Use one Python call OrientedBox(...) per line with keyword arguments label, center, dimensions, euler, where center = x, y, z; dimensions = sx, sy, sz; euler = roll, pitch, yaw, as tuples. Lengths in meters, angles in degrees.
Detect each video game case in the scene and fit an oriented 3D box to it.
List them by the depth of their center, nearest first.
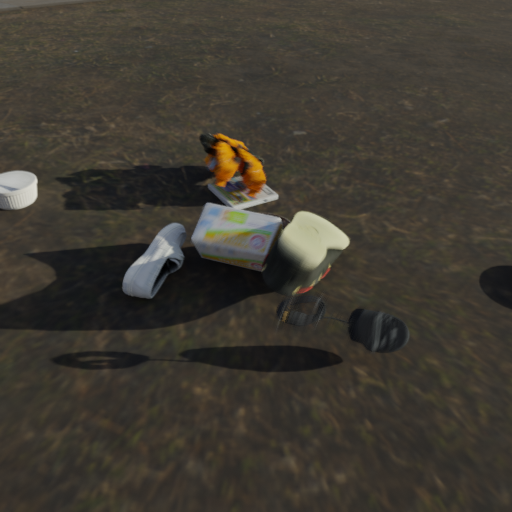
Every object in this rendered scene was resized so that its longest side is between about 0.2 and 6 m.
OrientedBox(label="video game case", center=(-0.343, -1.588, 13.862), dimensions=(1.253, 0.152, 1.376), euler=(-18, 38, -24))

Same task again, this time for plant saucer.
OrientedBox(label="plant saucer", center=(0.112, -0.489, 12.213), dimensions=(1.444, 0.232, 1.444), euler=(-1, 34, 0))

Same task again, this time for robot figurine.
OrientedBox(label="robot figurine", center=(-0.606, -2.346, 13.978), dimensions=(1.728, 0.694, 2.384), euler=(18, 24, -22))

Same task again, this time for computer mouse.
OrientedBox(label="computer mouse", center=(1.385, 1.084, 8.938), dimensions=(2.239, 0.381, 0.656), euler=(15, 76, -9))

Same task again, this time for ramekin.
OrientedBox(label="ramekin", center=(-5.840, -1.553, 13.475), dimensions=(1.153, 0.537, 1.153), euler=(0, 34, 0))

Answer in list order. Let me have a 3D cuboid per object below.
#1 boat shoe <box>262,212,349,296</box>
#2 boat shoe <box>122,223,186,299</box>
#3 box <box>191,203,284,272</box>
OrientedBox(label="boat shoe", center=(0.951, -0.104, 10.667), dimensions=(1.144, 0.980, 3.127), euler=(35, 23, 10))
OrientedBox(label="boat shoe", center=(-1.802, 0.089, 10.972), dimensions=(0.694, 0.729, 2.025), euler=(19, 38, 15))
OrientedBox(label="box", center=(-0.330, -0.347, 11.121), dimensions=(1.595, 0.808, 0.897), euler=(12, 65, 17))
